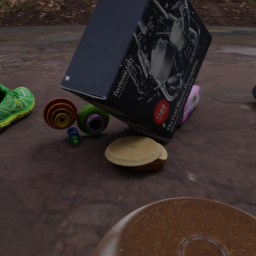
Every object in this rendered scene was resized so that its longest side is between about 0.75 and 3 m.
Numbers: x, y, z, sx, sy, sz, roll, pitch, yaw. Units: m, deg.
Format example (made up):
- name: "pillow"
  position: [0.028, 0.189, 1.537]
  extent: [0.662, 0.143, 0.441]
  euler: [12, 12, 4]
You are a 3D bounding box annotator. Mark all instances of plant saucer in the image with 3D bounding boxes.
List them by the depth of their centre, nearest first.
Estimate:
- name: "plant saucer"
  position: [0.901, 1.706, 3.414]
  extent: [2.917, 0.534, 2.917]
  euler: [0, 25, 0]

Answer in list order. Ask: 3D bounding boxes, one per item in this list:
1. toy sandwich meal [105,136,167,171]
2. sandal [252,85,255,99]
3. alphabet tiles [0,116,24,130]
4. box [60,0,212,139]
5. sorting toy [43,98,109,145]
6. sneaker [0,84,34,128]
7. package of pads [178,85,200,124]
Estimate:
- name: "toy sandwich meal"
  position: [0.165, 0.592, 6.045]
  extent: [1.341, 0.459, 1.341]
  euler: [-3, 24, 1]
- name: "sandal"
  position: [4.550, -0.997, 9.269]
  extent: [0.666, 0.424, 1.771]
  euler: [-23, 28, 28]
- name: "alphabet tiles"
  position: [-4.612, -0.167, 8.112]
  extent: [2.436, 0.110, 2.914]
  euler: [6, 24, 14]
- name: "box"
  position: [0.366, -1.588, 6.571]
  extent: [1.527, 2.933, 2.671]
  euler: [19, -6, 41]
- name: "sorting toy"
  position: [-1.221, -0.108, 6.883]
  extent: [1.705, 1.024, 0.700]
  euler: [11, 19, -23]
- name: "sneaker"
  position: [-3.476, -0.802, 8.099]
  extent: [0.942, 1.062, 2.542]
  euler: [2, 23, 6]
- name: "package of pads"
  position: [1.404, -0.821, 8.724]
  extent: [1.242, 0.780, 2.061]
  euler: [12, 27, 22]
